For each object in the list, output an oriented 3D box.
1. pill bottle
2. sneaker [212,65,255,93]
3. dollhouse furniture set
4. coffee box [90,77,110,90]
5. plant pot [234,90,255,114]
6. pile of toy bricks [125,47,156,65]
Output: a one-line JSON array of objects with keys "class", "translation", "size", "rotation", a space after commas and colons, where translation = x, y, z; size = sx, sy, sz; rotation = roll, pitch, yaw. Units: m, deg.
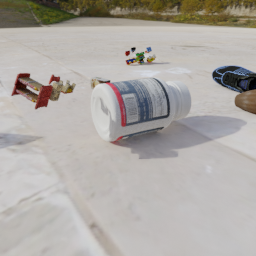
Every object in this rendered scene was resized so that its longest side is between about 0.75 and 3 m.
[{"class": "pill bottle", "translation": [0.419, -0.616, 7.993], "size": [2.620, 1.567, 1.567], "rotation": [-12, 27, -28]}, {"class": "sneaker", "translation": [4.725, -2.009, 11.738], "size": [2.896, 1.016, 1.128], "rotation": [22, 25, 38]}, {"class": "dollhouse furniture set", "translation": [-1.956, -0.914, 6.647], "size": [0.726, 0.549, 1.349], "rotation": [29, 20, 14]}, {"class": "coffee box", "translation": [-1.185, -1.872, 12.054], "size": [0.888, 0.508, 0.354], "rotation": [19, 30, 37]}, {"class": "plant pot", "translation": [4.227, -0.921, 9.667], "size": [0.901, 0.901, 0.964], "rotation": [-19, 18, -35]}, {"class": "pile of toy bricks", "translation": [0.668, -4.365, 17.367], "size": [1.917, 1.064, 0.947], "rotation": [-17, -11, -12]}]
